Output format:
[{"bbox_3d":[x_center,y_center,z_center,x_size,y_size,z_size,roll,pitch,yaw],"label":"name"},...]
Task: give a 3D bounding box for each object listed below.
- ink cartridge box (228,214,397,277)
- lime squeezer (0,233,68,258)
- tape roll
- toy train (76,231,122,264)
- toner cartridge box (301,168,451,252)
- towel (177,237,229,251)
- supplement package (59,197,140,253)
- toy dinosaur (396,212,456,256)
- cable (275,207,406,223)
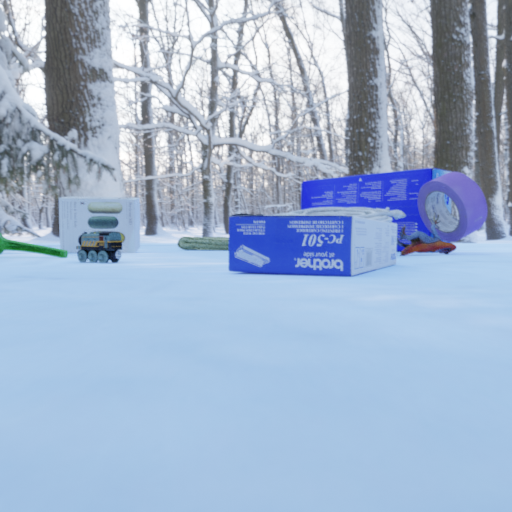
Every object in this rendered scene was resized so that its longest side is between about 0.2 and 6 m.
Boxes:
[{"bbox_3d":[0.669,-0.116,5.435,1.062,0.499,2.258,2,2,23],"label":"ink cartridge box"},{"bbox_3d":[-4.350,-0.203,8.502,2.776,0.524,0.980,1,0,-23],"label":"lime squeezer"},{"bbox_3d":[3.831,-0.959,11.008,0.546,1.285,1.285,-26,12,-22],"label":"tape roll"},{"bbox_3d":[-1.930,-0.105,6.880,0.692,0.394,0.295,2,1,32],"label":"toy train"},{"bbox_3d":[2.818,-1.045,13.913,0.857,1.887,3.972,-1,3,-42],"label":"toner cartridge box"},{"bbox_3d":[-0.921,-0.327,15.066,2.047,0.373,1.519,1,1,26],"label":"towel"},{"bbox_3d":[-3.372,-0.695,12.238,1.555,1.180,1.172,0,7,-7],"label":"supplement package"},{"bbox_3d":[3.154,-0.140,10.396,1.239,1.366,0.717,18,-43,-5],"label":"toy dinosaur"},{"bbox_3d":[1.303,-0.427,9.634,2.030,0.703,2.030,7,13,38],"label":"cable"}]
